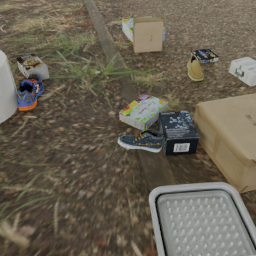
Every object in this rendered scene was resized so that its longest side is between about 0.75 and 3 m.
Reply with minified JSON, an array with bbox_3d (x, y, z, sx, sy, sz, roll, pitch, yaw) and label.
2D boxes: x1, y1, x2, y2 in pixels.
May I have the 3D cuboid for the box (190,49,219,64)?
[{"bbox_3d":[3.392,-3.201,12.472,0.942,0.236,0.949,-9,40,-12],"label":"box"}]

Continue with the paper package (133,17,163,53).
[{"bbox_3d":[0.893,-4.243,12.800,1.343,1.409,0.729,-7,40,-6],"label":"paper package"}]

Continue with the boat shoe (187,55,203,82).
[{"bbox_3d":[2.691,-2.458,11.284,0.566,0.601,1.579,-2,40,-3],"label":"boat shoe"}]

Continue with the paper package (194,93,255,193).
[{"bbox_3d":[3.353,0.244,7.554,2.314,1.256,2.428,-11,40,-13],"label":"paper package"}]

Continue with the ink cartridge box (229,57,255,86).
[{"bbox_3d":[4.815,-2.258,11.095,0.930,0.536,1.275,-16,43,-19],"label":"ink cartridge box"}]

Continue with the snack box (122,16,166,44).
[{"bbox_3d":[0.754,-5.017,14.287,1.682,0.675,1.995,-12,40,-13],"label":"snack box"}]

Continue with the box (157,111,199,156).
[{"bbox_3d":[1.423,0.133,8.147,0.920,0.664,1.240,-4,40,-4],"label":"box"}]

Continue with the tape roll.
[{"bbox_3d":[-5.023,-1.328,9.050,2.533,1.739,2.533,-1,40,0],"label":"tape roll"}]

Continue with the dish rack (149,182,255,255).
[{"bbox_3d":[1.567,2.239,5.744,2.085,0.529,2.430,-4,40,-3],"label":"dish rack"}]

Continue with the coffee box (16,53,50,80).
[{"bbox_3d":[-3.843,-2.428,11.286,0.788,0.556,1.394,-25,46,-27],"label":"coffee box"}]

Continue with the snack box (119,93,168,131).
[{"bbox_3d":[0.527,-0.551,9.184,1.009,0.376,1.419,25,46,27],"label":"snack box"}]

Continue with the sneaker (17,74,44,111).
[{"bbox_3d":[-3.454,-1.426,9.934,0.727,0.757,1.931,-3,40,-5],"label":"sneaker"}]

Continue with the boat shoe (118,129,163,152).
[{"bbox_3d":[0.350,0.268,7.675,1.231,0.559,0.436,9,37,2],"label":"boat shoe"}]
